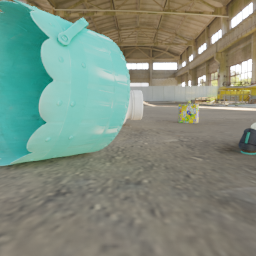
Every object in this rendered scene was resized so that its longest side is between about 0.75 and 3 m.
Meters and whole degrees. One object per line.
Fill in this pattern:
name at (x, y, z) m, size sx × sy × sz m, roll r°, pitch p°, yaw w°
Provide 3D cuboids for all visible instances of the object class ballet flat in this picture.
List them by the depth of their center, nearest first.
ballet flat at (2.919, 0.150, 5.995) m, size 0.664 × 0.664 × 1.817 m, roll 6°, pitch 8°, yaw 44°

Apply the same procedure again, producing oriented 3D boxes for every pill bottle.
pill bottle at (-0.924, -0.913, 11.331) m, size 2.942 × 1.634 × 1.634 m, roll -1°, pitch 6°, yaw -6°

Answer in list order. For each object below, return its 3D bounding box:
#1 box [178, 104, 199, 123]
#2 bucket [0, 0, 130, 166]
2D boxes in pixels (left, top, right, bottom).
box at (2.791, -0.671, 12.869) m, size 0.838 × 0.870 × 0.531 m, roll 3°, pitch 6°, yaw 26°
bucket at (-1.417, -0.701, 5.023) m, size 2.786 × 2.786 × 1.813 m, roll 5°, pitch 4°, yaw 43°
